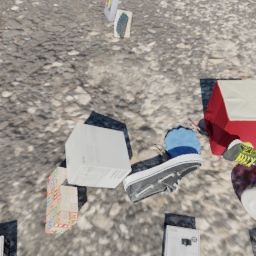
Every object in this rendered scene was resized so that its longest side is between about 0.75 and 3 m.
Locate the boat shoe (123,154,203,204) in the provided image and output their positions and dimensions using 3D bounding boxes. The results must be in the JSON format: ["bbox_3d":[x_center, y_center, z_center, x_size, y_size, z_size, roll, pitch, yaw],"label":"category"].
[{"bbox_3d":[1.349,1.794,9.661,2.940,1.054,0.996,-17,54,-10],"label":"boat shoe"}]

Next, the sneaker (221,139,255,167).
[{"bbox_3d":[3.422,0.783,8.265,1.706,0.635,0.722,0,40,-42],"label":"sneaker"}]

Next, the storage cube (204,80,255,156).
[{"bbox_3d":[4.290,-0.367,10.633,2.405,2.162,2.056,0,52,-1],"label":"storage cube"}]

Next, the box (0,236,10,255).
[{"bbox_3d":[-4.071,4.311,7.944,1.220,0.629,2.092,-11,52,-8],"label":"box"}]

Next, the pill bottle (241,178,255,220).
[{"bbox_3d":[5.174,1.853,9.279,2.759,1.531,1.531,-35,60,-24],"label":"pill bottle"}]

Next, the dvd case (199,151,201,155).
[{"bbox_3d":[2.215,0.849,10.984,0.772,0.095,1.083,-33,59,-23],"label":"dvd case"}]

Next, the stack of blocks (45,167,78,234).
[{"bbox_3d":[-2.167,2.280,9.140,0.573,1.127,1.957,19,43,-32],"label":"stack of blocks"}]

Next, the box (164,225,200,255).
[{"bbox_3d":[1.569,3.936,8.288,1.063,0.548,1.823,6,52,5],"label":"box"}]

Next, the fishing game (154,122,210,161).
[{"bbox_3d":[2.144,0.639,10.920,1.991,0.310,1.426,-34,59,-14],"label":"fishing game"}]

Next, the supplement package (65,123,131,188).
[{"bbox_3d":[-1.083,0.996,9.694,1.776,1.306,1.698,12,46,-28],"label":"supplement package"}]

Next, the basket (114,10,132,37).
[{"bbox_3d":[-0.255,-5.817,15.644,0.871,0.957,1.411,5,52,2],"label":"basket"}]

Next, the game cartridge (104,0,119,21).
[{"bbox_3d":[-0.569,-4.608,10.141,0.264,1.291,0.859,-2,40,-24],"label":"game cartridge"}]
